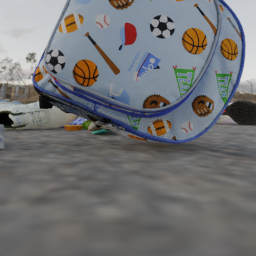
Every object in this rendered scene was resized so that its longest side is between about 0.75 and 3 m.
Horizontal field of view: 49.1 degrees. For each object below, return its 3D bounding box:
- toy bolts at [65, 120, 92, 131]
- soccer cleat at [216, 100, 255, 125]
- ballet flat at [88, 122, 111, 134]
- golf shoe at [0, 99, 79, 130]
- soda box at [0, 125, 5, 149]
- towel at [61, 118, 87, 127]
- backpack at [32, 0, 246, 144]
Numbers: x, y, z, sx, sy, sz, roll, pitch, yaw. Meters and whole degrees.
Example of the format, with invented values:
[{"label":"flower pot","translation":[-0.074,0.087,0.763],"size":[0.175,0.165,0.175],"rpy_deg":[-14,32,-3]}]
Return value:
[{"label":"toy bolts","translation":[-1.186,-0.328,7.958],"size":[1.069,0.776,1.119],"rpy_deg":[-3,5,-42]},{"label":"soccer cleat","translation":[4.163,-0.557,11.111],"size":[1.003,0.935,2.740],"rpy_deg":[9,-4,-44]},{"label":"ballet flat","translation":[-0.211,-0.392,7.565],"size":[0.968,0.915,2.872],"rpy_deg":[-12,-2,27]},{"label":"golf shoe","translation":[-2.756,-0.285,8.094],"size":[2.657,1.040,1.292],"rpy_deg":[-5,20,5]},{"label":"soda box","translation":[-2.232,0.117,4.366],"size":[0.336,0.362,1.060],"rpy_deg":[-3,5,-38]},{"label":"towel","translation":[-1.646,-0.225,9.872],"size":[2.825,0.337,2.045],"rpy_deg":[1,5,10]},{"label":"backpack","translation":[0.277,-1.104,4.273],"size":[2.794,2.933,2.260],"rpy_deg":[24,2,-6]}]
